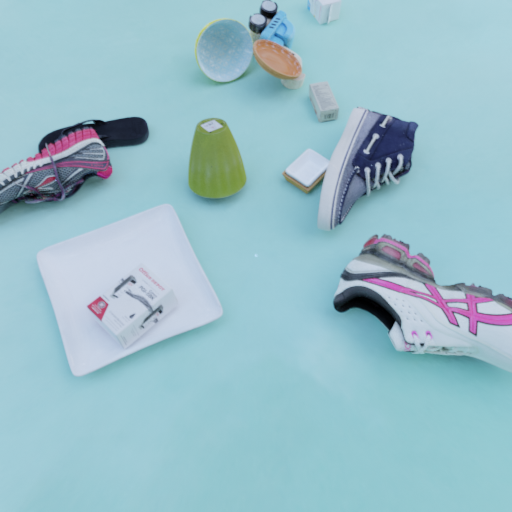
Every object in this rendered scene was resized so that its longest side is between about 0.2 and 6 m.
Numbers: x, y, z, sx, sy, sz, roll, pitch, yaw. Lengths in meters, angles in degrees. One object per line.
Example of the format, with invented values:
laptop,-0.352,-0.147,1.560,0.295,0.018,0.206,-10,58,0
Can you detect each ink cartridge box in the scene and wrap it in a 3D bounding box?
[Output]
ink cartridge box,-1.952,0.775,8.914,0.838,0.473,1.142,36,64,29
ink cartridge box,1.608,-5.853,13.095,0.506,0.520,0.808,-21,62,-13

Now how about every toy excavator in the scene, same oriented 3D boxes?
toy excavator,0.539,-4.562,12.230,1.663,0.831,1.617,28,64,6

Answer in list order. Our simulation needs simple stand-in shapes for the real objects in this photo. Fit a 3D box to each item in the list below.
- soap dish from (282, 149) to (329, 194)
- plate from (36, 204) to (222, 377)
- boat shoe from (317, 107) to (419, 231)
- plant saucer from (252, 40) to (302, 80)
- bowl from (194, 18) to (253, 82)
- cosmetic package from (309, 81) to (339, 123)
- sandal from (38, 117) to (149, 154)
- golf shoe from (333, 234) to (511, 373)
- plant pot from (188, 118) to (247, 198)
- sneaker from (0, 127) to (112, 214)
soap dish,0.980,-1.597,10.642,0.642,0.332,0.816,36,66,20
plate,-2.127,0.516,9.329,2.479,0.402,2.485,-23,62,-12
boat shoe,2.085,-1.557,10.161,1.338,1.077,2.885,15,60,15
plant saucer,0.412,-4.002,11.524,1.135,0.212,1.135,18,46,-20
bowl,-0.774,-4.432,11.954,1.287,1.287,0.693,-23,37,-13
cosmetic package,1.390,-3.181,11.583,0.418,0.353,0.810,-11,60,-5
sandal,-3.236,-2.420,11.055,2.181,0.467,0.829,-17,60,-10
golf shoe,2.803,1.063,8.595,3.386,1.229,1.559,30,67,26
plant pot,-0.761,-1.843,10.153,1.105,1.181,1.105,-2,44,2
sneaker,-3.877,-1.321,10.129,2.616,1.054,0.977,-32,99,-8
